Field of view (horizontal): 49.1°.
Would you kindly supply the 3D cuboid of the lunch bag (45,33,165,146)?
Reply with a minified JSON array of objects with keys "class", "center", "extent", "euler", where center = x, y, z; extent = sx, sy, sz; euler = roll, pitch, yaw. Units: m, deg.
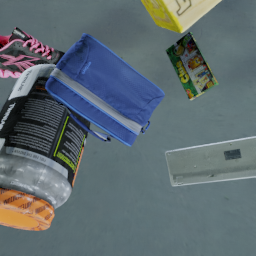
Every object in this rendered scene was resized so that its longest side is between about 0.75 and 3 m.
[{"class":"lunch bag","center":[-0.307,-0.391,3.723],"extent":[1.472,1.000,0.974],"euler":[35,91,-13]}]

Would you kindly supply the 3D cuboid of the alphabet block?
[{"class":"alphabet block","center":[1.393,-4.054,7.663],"extent":[1.949,1.914,1.904],"euler":[-40,29,3]}]

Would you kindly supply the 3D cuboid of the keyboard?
[{"class":"keyboard","center":[1.892,0.567,4.994],"extent":[2.472,0.132,0.696],"euler":[-12,81,24]}]

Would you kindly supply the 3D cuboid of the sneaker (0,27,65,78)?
[{"class":"sneaker","center":[-2.650,-2.004,7.589],"extent":[2.853,1.361,1.127],"euler":[6,47,0]}]

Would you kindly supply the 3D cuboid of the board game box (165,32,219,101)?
[{"class":"board game box","center":[1.445,-1.422,6.459],"extent":[0.165,0.735,1.403],"euler":[-3,66,-51]}]

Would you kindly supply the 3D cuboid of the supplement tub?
[{"class":"supplement tub","center":[-1.558,0.288,4.842],"extent":[1.576,1.576,2.573],"euler":[7,54,5]}]
